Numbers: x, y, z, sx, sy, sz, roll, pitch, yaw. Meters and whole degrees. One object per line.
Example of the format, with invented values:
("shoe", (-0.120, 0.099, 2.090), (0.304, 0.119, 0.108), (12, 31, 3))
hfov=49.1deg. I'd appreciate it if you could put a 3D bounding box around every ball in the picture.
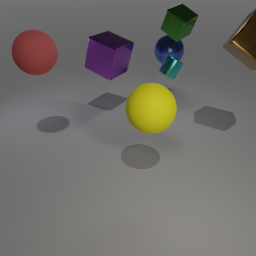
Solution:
("ball", (0.632, -0.537, 7.749), (1.400, 1.400, 1.400), (0, 28, 0))
("ball", (-2.954, -2.390, 8.911), (1.400, 1.400, 1.400), (0, 28, 0))
("ball", (1.946, -3.670, 13.228), (1.400, 1.400, 1.400), (0, 28, 0))

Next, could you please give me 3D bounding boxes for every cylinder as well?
("cylinder", (1.651, -2.327, 10.724), (0.700, 0.700, 0.700), (26, 19, -10))

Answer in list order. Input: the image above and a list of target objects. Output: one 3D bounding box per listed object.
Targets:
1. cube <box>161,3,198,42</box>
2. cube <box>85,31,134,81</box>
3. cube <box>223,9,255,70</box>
("cube", (1.528, -3.160, 8.380), (0.700, 0.700, 0.700), (-36, 71, -29))
("cube", (-0.802, -3.086, 11.860), (1.400, 1.400, 1.400), (29, 39, 17))
("cube", (4.226, -2.886, 9.191), (1.400, 1.400, 1.400), (39, 12, 0))
